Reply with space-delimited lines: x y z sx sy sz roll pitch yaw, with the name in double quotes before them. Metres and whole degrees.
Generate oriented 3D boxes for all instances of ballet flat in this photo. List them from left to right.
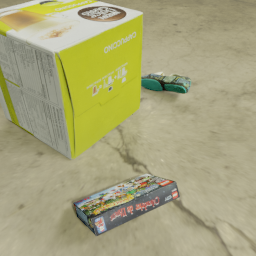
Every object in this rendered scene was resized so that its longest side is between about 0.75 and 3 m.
"ballet flat" 1.186 -1.489 8.943 1.785 0.663 0.663 17 41 29

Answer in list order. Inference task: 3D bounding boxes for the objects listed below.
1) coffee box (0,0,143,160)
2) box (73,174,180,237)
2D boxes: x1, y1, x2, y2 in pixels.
"coffee box" -1.517 -1.490 7.196 2.805 2.837 2.832 26 46 27
"box" -0.050 1.310 5.098 1.641 0.309 1.121 -17 6 -25
